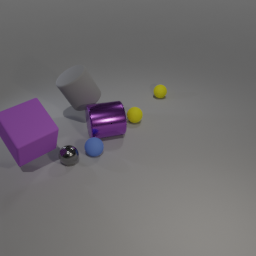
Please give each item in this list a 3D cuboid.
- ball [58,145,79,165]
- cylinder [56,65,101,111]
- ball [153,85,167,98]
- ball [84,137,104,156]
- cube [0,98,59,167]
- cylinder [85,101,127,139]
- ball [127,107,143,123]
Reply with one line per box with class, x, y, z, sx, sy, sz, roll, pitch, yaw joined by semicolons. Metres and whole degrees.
ball;-2.081;0.948;9.829;0.700;0.700;0.700;0;31;0
cylinder;-2.053;-1.677;11.749;1.400;1.400;1.400;-19;40;16
ball;1.678;-1.911;14.604;0.700;0.700;0.700;0;31;0
ball;-1.241;0.693;10.258;0.700;0.700;0.700;0;31;0
cube;-3.274;0.138;9.172;1.400;1.400;1.400;-29;72;-30
cylinder;-0.904;-0.321;11.249;1.400;1.400;1.400;-9;32;-15
ball;0.297;-0.578;12.319;0.700;0.700;0.700;0;31;0
